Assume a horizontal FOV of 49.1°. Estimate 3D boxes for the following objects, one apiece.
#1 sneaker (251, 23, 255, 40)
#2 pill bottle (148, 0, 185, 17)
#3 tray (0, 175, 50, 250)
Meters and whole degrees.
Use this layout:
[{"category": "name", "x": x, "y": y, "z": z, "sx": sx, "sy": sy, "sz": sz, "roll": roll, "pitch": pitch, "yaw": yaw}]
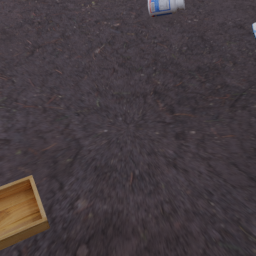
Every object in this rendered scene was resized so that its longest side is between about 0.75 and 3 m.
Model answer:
[{"category": "sneaker", "x": 3.125, "y": -1.834, "z": 6.018, "sx": 0.432, "sy": 0.435, "sz": 1.201, "roll": -21, "pitch": 73, "yaw": -45}, {"category": "pill bottle", "x": 1.006, "y": -3.218, "z": 7.308, "sx": 0.900, "sy": 0.505, "sz": 0.505, "roll": -2, "pitch": 44, "yaw": 16}, {"category": "tray", "x": -1.812, "y": 1.200, "z": 3.459, "sx": 1.492, "sy": 0.276, "sz": 0.736, "roll": -19, "pitch": 50, "yaw": -21}]
